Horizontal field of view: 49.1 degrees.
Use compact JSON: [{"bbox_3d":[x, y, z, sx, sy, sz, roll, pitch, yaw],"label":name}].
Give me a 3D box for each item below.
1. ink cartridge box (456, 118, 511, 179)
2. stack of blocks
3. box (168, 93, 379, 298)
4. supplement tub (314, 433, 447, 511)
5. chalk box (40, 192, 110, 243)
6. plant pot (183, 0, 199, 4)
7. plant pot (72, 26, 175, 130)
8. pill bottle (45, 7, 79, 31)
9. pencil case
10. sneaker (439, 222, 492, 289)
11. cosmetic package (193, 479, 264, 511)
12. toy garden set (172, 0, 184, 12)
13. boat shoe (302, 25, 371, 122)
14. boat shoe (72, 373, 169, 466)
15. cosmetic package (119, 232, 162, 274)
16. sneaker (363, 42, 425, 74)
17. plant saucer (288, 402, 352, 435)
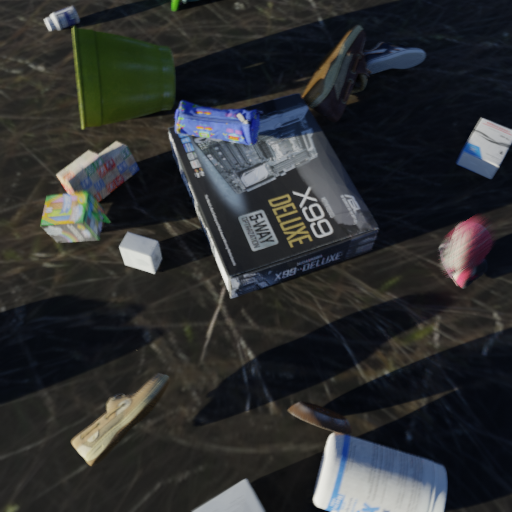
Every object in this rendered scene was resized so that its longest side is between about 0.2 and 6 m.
[{"bbox_3d":[4.981,-2.398,11.988,0.801,0.468,1.380,28,64,15],"label":"ink cartridge box"},{"bbox_3d":[-3.171,-1.691,11.322,0.424,0.833,1.446,28,61,38],"label":"stack of blocks"},{"bbox_3d":[0.227,-1.320,11.089,2.951,0.931,3.743,-18,61,-10],"label":"box"},{"bbox_3d":[1.808,3.401,8.313,1.717,1.133,1.133,15,61,9],"label":"supplement tub"},{"bbox_3d":[-3.360,-0.735,10.656,1.142,0.711,0.707,-4,62,8],"label":"chalk box"},{"bbox_3d":[-1.108,-7.207,14.240,1.476,1.507,1.507,-2,60,-9],"label":"plant pot"},{"bbox_3d":[-2.825,-3.810,12.093,1.996,2.073,2.073,-5,60,-17],"label":"plant pot"},{"bbox_3d":[-4.865,-5.910,14.018,0.750,0.416,0.416,-28,64,-14],"label":"pill bottle"},{"bbox_3d":[-0.746,-2.584,10.856,1.692,0.735,0.660,9,86,6],"label":"pencil case"},{"bbox_3d":[3.556,-0.056,9.817,0.781,1.938,0.724,-37,61,-3],"label":"sneaker"},{"bbox_3d":[-0.610,4.430,8.084,1.947,0.503,1.468,-27,62,-15],"label":"cosmetic package"},{"bbox_3d":[-1.890,-7.291,14.337,0.312,1.304,1.564,4,59,-19],"label":"toy garden set"},{"bbox_3d":[2.018,-4.136,12.801,1.074,1.077,2.985,38,51,-14],"label":"boat shoe"},{"bbox_3d":[-2.118,2.452,8.837,0.566,0.626,1.756,41,71,14],"label":"boat shoe"},{"bbox_3d":[-2.166,-0.052,10.549,0.634,0.632,0.390,16,58,8],"label":"cosmetic package"},{"bbox_3d":[3.223,-4.776,13.272,1.484,0.582,0.589,-10,67,-4],"label":"sneaker"},{"bbox_3d":[1.029,2.529,8.852,1.054,1.054,0.193,17,85,10],"label":"plant saucer"}]
